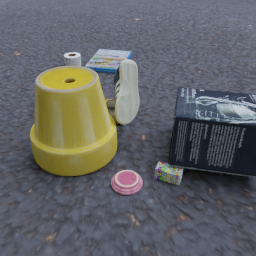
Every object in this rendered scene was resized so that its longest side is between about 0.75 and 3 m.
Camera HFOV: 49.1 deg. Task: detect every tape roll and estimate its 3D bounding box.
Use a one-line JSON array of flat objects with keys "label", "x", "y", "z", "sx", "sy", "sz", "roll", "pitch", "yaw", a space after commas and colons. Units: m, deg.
[{"label": "tape roll", "x": -3.029, "y": -3.710, "z": 15.356, "sx": 0.898, "sy": 0.616, "sz": 0.898, "roll": 0, "pitch": 34, "yaw": 0}]

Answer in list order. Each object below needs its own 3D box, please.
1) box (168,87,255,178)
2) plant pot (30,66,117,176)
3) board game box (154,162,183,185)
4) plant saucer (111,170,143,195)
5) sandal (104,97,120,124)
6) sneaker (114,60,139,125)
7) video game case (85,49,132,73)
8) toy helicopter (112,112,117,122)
[{"label": "box", "x": 2.764, "y": -0.005, "z": 8.749, "sx": 2.706, "sy": 1.706, "sz": 2.753, "roll": 8, "pitch": 26, "yaw": 8}, {"label": "plant pot", "x": -1.731, "y": -0.385, "z": 8.780, "sx": 2.793, "sy": 2.627, "sz": 2.793, "roll": 1, "pitch": 34, "yaw": 0}, {"label": "board game box", "x": 1.204, "y": 1.331, "z": 8.262, "sx": 0.754, "sy": 0.388, "sz": 0.395, "roll": 13, "pitch": 37, "yaw": 18}, {"label": "plant saucer", "x": -0.034, "y": 1.531, "z": 8.114, "sx": 0.921, "sy": 0.233, "sz": 0.921, "roll": 0, "pitch": 34, "yaw": 0}, {"label": "sandal", "x": -0.666, "y": -0.831, "z": 11.245, "sx": 0.801, "sy": 0.538, "sz": 1.994, "roll": -15, "pitch": 36, "yaw": -21}, {"label": "sneaker", "x": -0.116, "y": -1.151, "z": 9.435, "sx": 0.807, "sy": 2.153, "sz": 0.910, "roll": 9, "pitch": -8, "yaw": -21}, {"label": "video game case", "x": -1.039, "y": -3.821, "z": 15.843, "sx": 2.039, "sy": 0.254, "sz": 2.850, "roll": 7, "pitch": 35, "yaw": 9}, {"label": "toy helicopter", "x": -0.206, "y": -0.802, "z": 10.547, "sx": 0.575, "sy": 0.964, "sz": 1.458, "roll": 15, "pitch": 60, "yaw": 26}]
